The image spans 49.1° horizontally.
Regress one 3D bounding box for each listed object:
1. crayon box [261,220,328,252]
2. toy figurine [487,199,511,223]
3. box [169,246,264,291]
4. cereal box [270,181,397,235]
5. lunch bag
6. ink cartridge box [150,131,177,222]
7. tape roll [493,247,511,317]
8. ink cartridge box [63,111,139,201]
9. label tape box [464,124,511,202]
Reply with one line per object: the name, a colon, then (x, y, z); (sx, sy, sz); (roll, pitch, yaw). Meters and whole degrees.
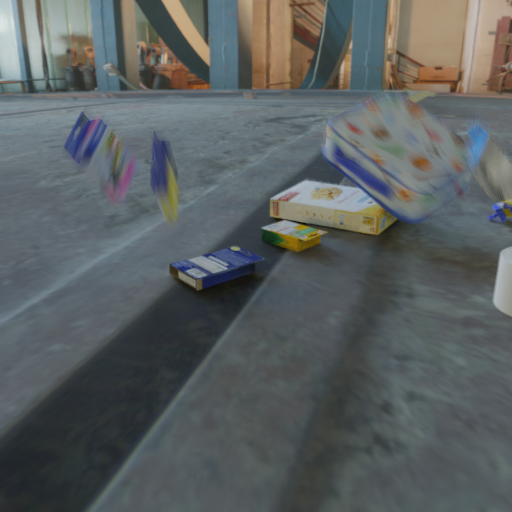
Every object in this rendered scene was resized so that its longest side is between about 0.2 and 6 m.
crayon box: (0.765, -0.388, 11.263); (1.159, 0.299, 0.728); (19, 28, 41)
toy figurine: (5.762, -0.910, 12.406); (1.158, 1.019, 1.932); (-23, 10, 22)
box: (-0.669, 0.188, 9.834); (1.474, 0.239, 0.893); (-18, 28, -36)
cereal box: (1.890, -1.163, 12.929); (2.638, 0.521, 1.898); (13, 26, 28)
lunch bag: (3.003, -2.198, 12.243); (2.485, 1.172, 3.101); (-32, 60, -25)
ink cartridge box: (-1.681, -1.464, 10.361); (0.289, 1.230, 1.215); (-2, 63, 0)
tape roll: (4.260, 0.414, 8.443); (1.193, 0.819, 1.193); (0, 21, 0)
ink cartridge box: (-2.648, -1.721, 9.706); (0.300, 1.429, 0.852); (-3, 55, 29)
label tape box: (4.250, -1.681, 10.320); (0.465, 1.408, 1.008); (-38, -2, 9)
